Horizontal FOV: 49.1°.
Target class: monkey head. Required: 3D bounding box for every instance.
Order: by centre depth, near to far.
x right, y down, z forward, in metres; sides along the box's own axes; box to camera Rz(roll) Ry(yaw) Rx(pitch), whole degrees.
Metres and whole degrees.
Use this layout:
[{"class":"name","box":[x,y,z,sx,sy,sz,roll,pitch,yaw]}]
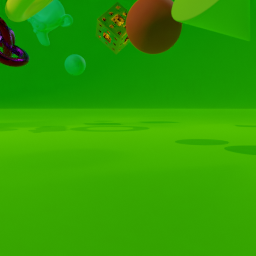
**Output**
[{"class":"monkey head","box":[-2.588,-3.504,9.150,1.170,1.397,1.942,-34,53,-22]}]

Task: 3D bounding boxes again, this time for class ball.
[{"class":"ball","box":[0.400,-1.592,4.344,0.867,0.867,0.867,0,4,0]},{"class":"ball","box":[-2.142,-2.556,11.367,0.835,0.835,0.835,0,4,0]}]

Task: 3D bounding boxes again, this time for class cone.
[{"class":"cone","box":[1.301,-1.454,3.588,1.054,1.050,1.050,34,-15,-31]}]

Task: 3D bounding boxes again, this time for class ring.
[{"class":"ring","box":[-2.148,-3.380,6.923,2.084,0.417,2.084,-35,20,14]}]

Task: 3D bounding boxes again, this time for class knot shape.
[{"class":"knot shape","box":[-3.315,-2.261,7.535,0.732,1.585,1.483,-34,11,-6]}]

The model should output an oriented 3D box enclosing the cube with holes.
[{"class":"cube with holes","box":[-0.403,-3.603,10.182,1.059,1.059,1.059,42,-16,3]}]
